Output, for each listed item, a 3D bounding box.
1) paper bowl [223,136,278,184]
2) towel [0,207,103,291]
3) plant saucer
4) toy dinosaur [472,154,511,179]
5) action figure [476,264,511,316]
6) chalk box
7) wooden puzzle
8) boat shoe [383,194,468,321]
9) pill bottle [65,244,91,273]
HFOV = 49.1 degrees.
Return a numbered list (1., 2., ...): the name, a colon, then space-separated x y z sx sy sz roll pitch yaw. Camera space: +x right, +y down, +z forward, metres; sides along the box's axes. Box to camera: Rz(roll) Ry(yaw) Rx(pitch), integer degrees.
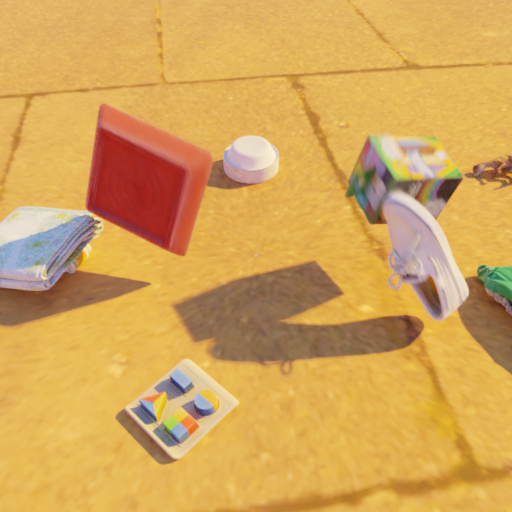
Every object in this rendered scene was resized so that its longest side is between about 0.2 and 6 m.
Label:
1. paper bowl: -0.112 -2.134 12.094 1.200 0.624 1.200 0 44 0
2. towel: -3.952 -0.178 9.781 2.111 0.508 1.807 3 39 24
3. plant saucer: -1.874 -1.115 9.019 2.030 2.026 0.373 26 35 8
4. toy dinosaur: 5.525 -2.036 12.065 1.740 0.526 0.924 -14 43 -15
5. action figure: 4.494 0.772 8.914 1.403 0.650 2.375 -23 40 -21
6. chalk box: 2.162 -1.203 8.876 1.650 1.030 1.023 -2 50 -20
7. wooden puzzle: -1.036 2.044 7.791 1.133 0.283 1.223 33 52 31
8. boat shoe: 2.355 0.139 8.369 0.915 2.147 0.793 -44 26 -22
9. pill bottle: -3.204 0.008 9.970 0.328 0.328 0.590 15 44 16
